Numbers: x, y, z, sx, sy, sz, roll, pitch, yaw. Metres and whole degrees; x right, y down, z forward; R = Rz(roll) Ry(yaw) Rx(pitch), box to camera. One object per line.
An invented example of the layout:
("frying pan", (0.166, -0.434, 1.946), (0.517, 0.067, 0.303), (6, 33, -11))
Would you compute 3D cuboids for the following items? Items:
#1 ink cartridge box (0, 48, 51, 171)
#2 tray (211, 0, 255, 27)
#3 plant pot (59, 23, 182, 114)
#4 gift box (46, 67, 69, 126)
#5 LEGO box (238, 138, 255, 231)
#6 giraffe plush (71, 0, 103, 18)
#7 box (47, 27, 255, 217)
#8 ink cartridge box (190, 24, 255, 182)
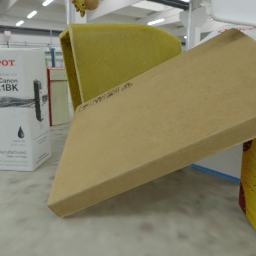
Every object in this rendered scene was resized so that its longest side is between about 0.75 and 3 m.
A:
("ink cartridge box", (-2.002, -0.321, 4.387), (1.311, 1.817, 0.761), (1, 13, 6))
("tray", (1.902, -2.509, 3.917), (1.481, 2.758, 0.306), (9, -15, -3))
("plant pot", (-0.080, -1.108, 6.176), (2.324, 2.257, 2.271), (-12, 16, -16))
("gift box", (-2.508, -1.001, 7.644), (1.823, 1.702, 1.682), (-13, 19, -42))
("LEGO box", (2.103, 0.691, 1.750), (1.951, 1.011, 2.620), (1, 13, 4))
("giraffe plush", (-1.167, -4.196, 8.726), (1.543, 1.331, 1.251), (11, 61, 50))
("box", (0.396, -0.246, 3.451), (2.720, 0.289, 2.223), (-25, 29, 14))
("ink cartridge box", (1.760, -0.685, 4.784), (2.904, 1.247, 2.127), (-38, 32, -27))
